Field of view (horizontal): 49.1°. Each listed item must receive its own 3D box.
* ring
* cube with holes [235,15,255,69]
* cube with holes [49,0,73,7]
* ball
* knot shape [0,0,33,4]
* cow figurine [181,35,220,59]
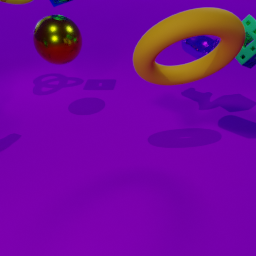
[{"bbox_3d":[1.011,-1.283,4.764,1.882,1.882,0.376,-7,71,-11],"label":"ring"},{"bbox_3d":[3.006,-2.087,6.898,0.822,0.822,0.822,-6,59,-52],"label":"cube with holes"},{"bbox_3d":[-1.599,-3.755,6.847,0.923,0.923,0.923,-12,53,17],"label":"cube with holes"},{"bbox_3d":[-1.633,-2.052,6.556,1.120,1.120,1.120,0,30,0],"label":"ball"},{"bbox_3d":[-3.267,-3.551,7.177,1.930,0.892,1.806,9,72,21],"label":"knot shape"},{"bbox_3d":[1.962,-2.074,7.347,1.407,0.772,1.385,32,26,18],"label":"cow figurine"}]
